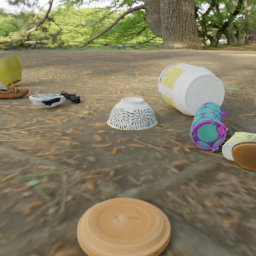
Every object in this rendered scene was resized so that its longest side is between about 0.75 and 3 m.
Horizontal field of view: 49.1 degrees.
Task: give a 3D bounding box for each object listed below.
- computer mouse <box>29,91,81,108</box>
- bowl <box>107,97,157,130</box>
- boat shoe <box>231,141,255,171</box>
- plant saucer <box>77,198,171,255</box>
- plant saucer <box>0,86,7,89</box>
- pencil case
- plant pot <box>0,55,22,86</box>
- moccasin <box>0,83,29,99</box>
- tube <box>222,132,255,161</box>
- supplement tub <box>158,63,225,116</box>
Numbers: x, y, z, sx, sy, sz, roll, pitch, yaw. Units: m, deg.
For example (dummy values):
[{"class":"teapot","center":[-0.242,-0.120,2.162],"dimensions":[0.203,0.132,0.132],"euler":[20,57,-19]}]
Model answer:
[{"class":"computer mouse","center":[-2.978,-1.105,11.247],"dimensions":[1.217,0.487,2.220],"euler":[18,20,30]},{"class":"bowl","center":[0.144,-0.552,9.118],"dimensions":[1.662,0.780,1.662],"euler":[1,19,0]},{"class":"boat shoe","center":[3.116,0.607,6.075],"dimensions":[1.745,0.614,0.614],"euler":[11,23,7]},{"class":"plant saucer","center":[-0.059,1.445,4.195],"dimensions":[1.390,0.224,1.390],"euler":[1,20,0]},{"class":"plant saucer","center":[-6.633,-1.831,13.502],"dimensions":[1.762,0.339,1.762],"euler":[0,18,0]},{"class":"pencil case","center":[2.241,-0.100,7.702],"dimensions":[0.920,0.848,1.992],"euler":[-10,16,20]},{"class":"plant pot","center":[-6.440,-2.987,15.101],"dimensions":[1.720,1.221,1.720],"euler":[-23,8,3]},{"class":"moccasin","center":[-5.285,-1.638,12.447],"dimensions":[1.666,0.643,0.609],"euler":[-4,19,-11]},{"class":"tube","center":[2.860,0.340,7.107],"dimensions":[0.528,0.472,1.819],"euler":[50,34,15]},{"class":"supplement tub","center":[2.222,-1.408,10.146],"dimensions":[1.704,1.704,2.344],"euler":[-5,20,-13]}]
